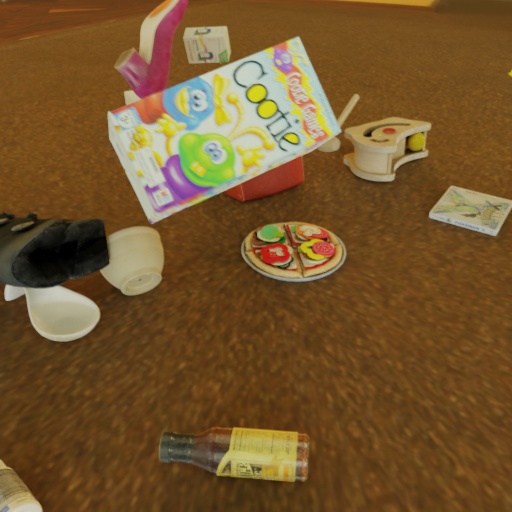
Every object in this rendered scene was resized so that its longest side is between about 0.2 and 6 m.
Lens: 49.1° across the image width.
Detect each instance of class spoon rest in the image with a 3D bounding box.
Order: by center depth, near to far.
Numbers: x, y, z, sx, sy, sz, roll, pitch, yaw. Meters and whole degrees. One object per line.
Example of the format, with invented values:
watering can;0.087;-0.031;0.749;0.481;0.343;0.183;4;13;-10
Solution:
spoon rest;-3.416;0.784;9.132;2.030;0.615;1.009;22;37;31

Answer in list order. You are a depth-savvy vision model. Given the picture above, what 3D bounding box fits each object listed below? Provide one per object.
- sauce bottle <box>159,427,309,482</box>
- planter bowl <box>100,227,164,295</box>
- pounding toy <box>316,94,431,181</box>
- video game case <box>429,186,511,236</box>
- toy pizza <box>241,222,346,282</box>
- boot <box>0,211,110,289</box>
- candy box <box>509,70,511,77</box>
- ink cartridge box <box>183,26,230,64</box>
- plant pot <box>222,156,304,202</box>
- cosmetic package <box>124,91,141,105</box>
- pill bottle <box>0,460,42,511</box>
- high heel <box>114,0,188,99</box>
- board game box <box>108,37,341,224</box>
sauce bottle;-0.256;2.384;6.793;1.794;0.592;0.592;1;34;7
planter bowl;-2.119;0.173;9.725;1.206;1.206;0.812;-16;64;-22
pounding toy;3.069;-2.966;13.731;3.039;1.743;1.738;-19;34;-26
video game case;4.714;-1.022;12.240;1.413;0.171;1.550;20;38;27
toy pizza;0.725;-0.198;10.865;2.033;0.322;2.033;0;34;0
boot;-4.747;0.118;8.984;3.852;1.265;3.175;10;33;32
candy box;3.916;-2.606;7.773;1.069;0.546;0.141;5;29;-44
ink cartridge box;-1.209;-5.203;13.837;1.040;0.756;0.455;2;55;8
plant pot;-0.228;-2.350;12.881;1.688;1.914;1.916;-37;48;-27
cosmetic package;-3.477;-4.347;16.577;0.546;0.886;0.889;-17;38;-23
pill bottle;-2.865;2.726;6.309;0.913;0.519;0.519;29;43;36
high heel;-1.983;-4.577;12.382;0.884;1.259;2.625;0;56;42
board game box;-0.481;-1.658;7.715;2.701;1.391;1.417;-26;4;-13
